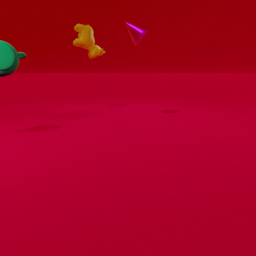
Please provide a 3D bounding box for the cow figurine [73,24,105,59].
[{"bbox_3d":[-1.704,-3.868,12.560,1.428,1.451,0.797,4,4,-22],"label":"cow figurine"}]

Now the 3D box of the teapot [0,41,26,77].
[{"bbox_3d":[-3.608,-1.854,7.727,1.603,0.996,0.785,-22,5,-27],"label":"teapot"}]

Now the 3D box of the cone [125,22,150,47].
[{"bbox_3d":[0.219,-3.669,10.466,0.877,0.873,0.873,40,13,-4],"label":"cone"}]
